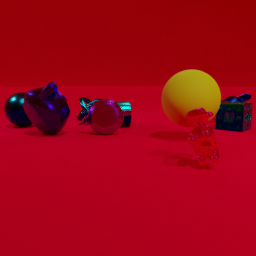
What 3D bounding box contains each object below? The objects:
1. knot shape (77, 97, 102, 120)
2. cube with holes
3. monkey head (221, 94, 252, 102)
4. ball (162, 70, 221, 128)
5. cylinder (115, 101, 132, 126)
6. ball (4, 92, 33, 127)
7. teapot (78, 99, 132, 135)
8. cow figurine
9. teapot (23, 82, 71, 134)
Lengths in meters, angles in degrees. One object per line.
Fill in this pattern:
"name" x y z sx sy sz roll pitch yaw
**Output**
"knot shape" -1.286 -0.723 10.440 1.156 0.571 1.235 3 42 5
"cube with holes" 3.110 -0.354 8.216 0.783 0.783 0.783 8 12 40
"monkey head" 3.487 -0.813 9.769 0.887 1.059 1.472 -57 15 -28
"ball" 1.476 -0.686 6.611 1.354 1.354 1.354 0 9 0
"cylinder" -0.322 -0.433 8.701 0.780 0.780 0.780 -2 9 -7
"ball" -3.255 -0.574 8.667 1.071 1.071 1.071 0 9 0
"teapot" -0.636 -0.272 7.511 1.513 0.941 0.741 -12 -4 0
"cow figurine" 1.250 0.112 4.662 0.481 0.876 0.862 -19 13 24
"teapot" -2.070 -0.490 7.435 1.298 2.087 1.022 42 59 11
